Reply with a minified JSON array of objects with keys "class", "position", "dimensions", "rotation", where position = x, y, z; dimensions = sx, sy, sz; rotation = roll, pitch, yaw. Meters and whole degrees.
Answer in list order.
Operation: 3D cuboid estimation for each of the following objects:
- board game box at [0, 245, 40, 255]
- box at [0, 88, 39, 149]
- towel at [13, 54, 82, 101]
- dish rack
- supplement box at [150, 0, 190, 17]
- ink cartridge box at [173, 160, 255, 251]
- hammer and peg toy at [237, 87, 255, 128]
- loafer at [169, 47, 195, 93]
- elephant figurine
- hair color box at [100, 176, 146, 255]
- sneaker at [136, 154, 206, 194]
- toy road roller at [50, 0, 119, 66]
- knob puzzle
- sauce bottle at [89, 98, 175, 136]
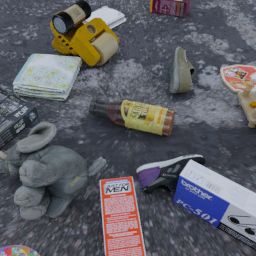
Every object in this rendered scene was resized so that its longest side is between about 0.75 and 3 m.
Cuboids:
[{"class":"board game box","position":[-2.764,3.448,6.144],"dimensions":[1.464,0.361,1.853],"rotation":[3,47,3]},{"class":"box","position":[-4.557,-0.229,9.407],"dimensions":[1.924,0.523,2.401],"rotation":[24,52,20]},{"class":"towel","position":[-3.133,-2.086,11.110],"dimensions":[2.118,0.596,2.475],"rotation":[7,48,3]},{"class":"dish rack","position":[-1.282,-5.734,14.554],"dimensions":[1.751,0.444,2.040],"rotation":[32,54,27]},{"class":"supplement box","position":[2.290,-6.759,15.198],"dimensions":[1.974,0.845,1.089],"rotation":[14,49,13]},{"class":"ink cartridge box","position":[2.552,2.002,6.805],"dimensions":[2.854,1.342,0.631],"rotation":[27,53,24]},{"class":"hammer and peg toy","position":[5.086,-0.758,9.742],"dimensions":[2.214,0.781,1.628],"rotation":[-1,46,-1]},{"class":"loafer","position":[2.153,-2.252,11.133],"dimensions":[0.863,0.931,2.477],"rotation":[11,54,-3]},{"class":"elephant figurine","position":[-2.452,0.841,7.590],"dimensions":[2.222,2.027,2.864],"rotation":[12,22,-41]},{"class":"hair color box","position":[-0.109,2.606,6.161],"dimensions":[0.849,1.473,2.656],"rotation":[-5,47,-4]},{"class":"sneaker","position":[1.303,1.367,7.955],"dimensions":[2.009,0.761,0.880],"rotation":[-12,64,-7]},{"class":"toy road roller","position":[-2.057,-3.849,12.229],"dimensions":[2.878,2.101,1.768],"rotation":[45,53,-10]},{"class":"knob puzzle","position":[4.691,-2.060,11.244],"dimensions":[2.260,0.313,2.260],"rotation":[0,48,0]},{"class":"sauce bottle","position":[0.099,-0.439,9.355],"dimensions":[2.852,0.942,0.942],"rotation":[11,48,10]}]
